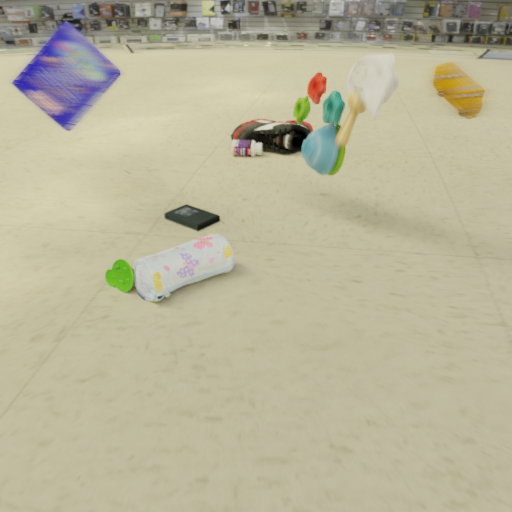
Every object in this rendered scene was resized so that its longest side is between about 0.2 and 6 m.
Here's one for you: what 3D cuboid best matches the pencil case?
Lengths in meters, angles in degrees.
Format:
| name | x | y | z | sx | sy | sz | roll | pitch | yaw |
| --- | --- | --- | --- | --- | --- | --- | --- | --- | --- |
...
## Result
| name | x | y | z | sx | sy | sz | roll | pitch | yaw |
| --- | --- | --- | --- | --- | --- | --- | --- | --- | --- |
| pencil case | -1.350 | 0.199 | 10.597 | 1.941 | 0.807 | 0.881 | -23 | 43 | -37 |

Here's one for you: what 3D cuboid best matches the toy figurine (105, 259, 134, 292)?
| name | x | y | z | sx | sy | sz | roll | pitch | yaw |
| --- | --- | --- | --- | --- | --- | --- | --- | --- | --- |
| toy figurine | -2.350 | 0.336 | 10.799 | 0.838 | 0.629 | 0.772 | -13 | 0 | 39 |

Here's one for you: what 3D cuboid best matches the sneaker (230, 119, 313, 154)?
| name | x | y | z | sx | sy | sz | roll | pitch | yaw |
| --- | --- | --- | --- | --- | --- | --- | --- | --- | --- |
| sneaker | 0.604 | -3.899 | 18.351 | 2.819 | 0.996 | 1.377 | -2 | 25 | -7 |

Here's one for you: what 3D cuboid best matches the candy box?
| name | x | y | z | sx | sy | sz | roll | pitch | yaw |
| --- | --- | --- | --- | --- | --- | --- | --- | --- | --- |
| candy box | -3.863 | -3.636 | 11.492 | 1.666 | 1.409 | 0.642 | -48 | 15 | -1 |

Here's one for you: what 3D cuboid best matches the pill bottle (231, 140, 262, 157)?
| name | x | y | z | sx | sy | sz | roll | pitch | yaw |
| --- | --- | --- | --- | --- | --- | --- | --- | --- | --- |
| pill bottle | -0.292 | -3.466 | 18.044 | 0.944 | 0.526 | 0.526 | 4 | 27 | 7 |

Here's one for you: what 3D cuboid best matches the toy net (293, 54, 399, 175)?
| name | x | y | z | sx | sy | sz | roll | pitch | yaw |
| --- | --- | --- | --- | --- | --- | --- | --- | --- | --- |
| toy net | 1.870 | -3.109 | 11.385 | 0.720 | 1.957 | 3.731 | 1 | -15 | -23 |

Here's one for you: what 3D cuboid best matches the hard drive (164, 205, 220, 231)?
| name | x | y | z | sx | sy | sz | roll | pitch | yaw |
| --- | --- | --- | --- | --- | --- | --- | --- | --- | --- |
| hard drive | -1.539 | -0.928 | 13.466 | 1.122 | 0.184 | 0.783 | 20 | 34 | 34 |

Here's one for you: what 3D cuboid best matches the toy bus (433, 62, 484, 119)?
| name | x | y | z | sx | sy | sz | roll | pitch | yaw |
| --- | --- | --- | --- | --- | --- | --- | --- | --- | --- |
| toy bus | 3.494 | -2.851 | 9.634 | 0.457 | 0.380 | 1.167 | -19 | 52 | -12 |
